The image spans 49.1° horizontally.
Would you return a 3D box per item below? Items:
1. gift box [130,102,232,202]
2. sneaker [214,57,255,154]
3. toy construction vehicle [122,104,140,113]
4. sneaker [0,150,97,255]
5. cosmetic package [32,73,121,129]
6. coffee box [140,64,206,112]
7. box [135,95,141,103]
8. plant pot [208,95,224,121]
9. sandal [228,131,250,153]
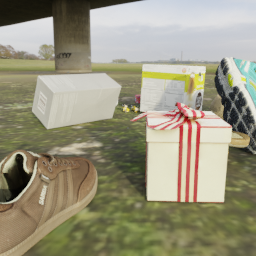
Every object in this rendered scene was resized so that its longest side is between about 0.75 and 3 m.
[{"bbox_3d":[0.780,0.328,4.541,1.485,1.386,1.370,1,13,-2],"label":"gift box"},{"bbox_3d":[3.047,-0.730,6.965,1.181,1.149,2.965,4,54,-3],"label":"sneaker"},{"bbox_3d":[0.113,-0.796,11.890,0.696,0.282,0.800,7,13,-22],"label":"toy construction vehicle"},{"bbox_3d":[-1.120,0.706,3.769,0.935,1.003,2.655,4,14,16],"label":"sneaker"},{"bbox_3d":[-1.664,-0.983,9.478,2.675,1.429,1.206,-13,44,-44],"label":"cosmetic package"},{"bbox_3d":[1.827,-1.555,11.322,1.940,1.918,1.937,11,16,33],"label":"coffee box"},{"bbox_3d":[0.805,-1.509,14.488,0.833,0.397,0.415,-2,13,-10],"label":"box"},{"bbox_3d":[3.596,-0.694,9.330,1.509,1.509,1.013,-13,50,-43],"label":"plant pot"},{"bbox_3d":[1.787,0.372,6.256,0.952,0.640,2.371,1,-2,-18],"label":"sandal"}]
